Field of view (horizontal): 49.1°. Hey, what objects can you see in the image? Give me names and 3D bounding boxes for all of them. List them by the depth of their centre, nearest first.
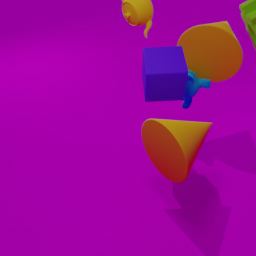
[{"bbox_3d":[1.203,0.175,5.575,1.349,1.344,1.344,-26,45,-24],"label":"cone"},{"bbox_3d":[0.745,-1.132,5.913,0.824,0.824,0.824,-3,54,-1],"label":"cube"},{"bbox_3d":[0.193,-2.573,6.222,0.591,0.751,1.208,-38,94,-18],"label":"teapot"},{"bbox_3d":[3.246,-2.110,6.673,0.362,1.958,1.958,-25,31,23],"label":"gear"},{"bbox_3d":[1.670,-1.048,7.257,0.847,1.177,0.709,13,52,20],"label":"monkey head"},{"bbox_3d":[2.344,-2.355,7.315,1.641,1.641,1.647,19,56,22],"label":"cone"}]
